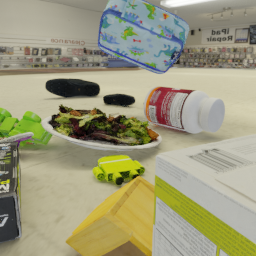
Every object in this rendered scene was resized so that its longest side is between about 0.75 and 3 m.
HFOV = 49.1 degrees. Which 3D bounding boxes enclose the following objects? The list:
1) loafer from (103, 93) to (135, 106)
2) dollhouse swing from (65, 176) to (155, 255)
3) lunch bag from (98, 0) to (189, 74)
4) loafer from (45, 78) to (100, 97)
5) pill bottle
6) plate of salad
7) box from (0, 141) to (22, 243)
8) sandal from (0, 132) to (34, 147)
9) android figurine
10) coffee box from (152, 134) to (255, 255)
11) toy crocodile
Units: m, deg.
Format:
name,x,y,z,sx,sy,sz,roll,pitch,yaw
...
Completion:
name,x,y,z,sx,sy,sz,roll,pitch,yaw
loafer,-0.348,-1.287,12.338,1.629,0.553,0.572,5,24,33
dollhouse swing,0.058,1.266,3.404,0.962,0.931,1.059,-39,-2,26
lunch bag,0.459,-3.187,9.933,2.984,1.230,2.399,22,-20,-8
loafer,-2.902,-2.130,14.821,2.846,0.966,0.999,2,16,-17
pill bottle,1.602,-0.522,8.144,1.220,1.220,2.160,-14,21,-43
plate of salad,-0.597,-0.116,6.977,2.971,0.714,2.971,9,15,-2
box,-2.991,0.917,3.859,2.828,0.626,2.266,-6,16,-20
sandal,-2.825,0.478,6.112,1.581,0.389,0.643,-20,6,-21
android figurine,-0.188,0.760,5.266,0.953,0.215,1.047,-7,17,-23
coffee box,1.143,0.947,2.207,1.408,1.395,1.410,-8,17,-27
toy crocodile,-2.916,0.029,7.174,2.384,0.736,0.805,8,57,20
